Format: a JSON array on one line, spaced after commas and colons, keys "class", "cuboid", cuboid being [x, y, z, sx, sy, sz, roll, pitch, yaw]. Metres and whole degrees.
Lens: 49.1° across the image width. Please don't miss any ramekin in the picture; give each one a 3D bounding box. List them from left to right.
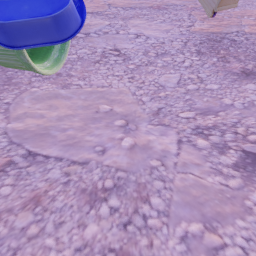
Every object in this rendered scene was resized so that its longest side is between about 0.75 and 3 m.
[{"class": "ramekin", "cuboid": [-2.887, -2.996, 7.876, 1.436, 2.939, 2.939, 5, 35, 14]}]

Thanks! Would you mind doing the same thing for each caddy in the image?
[{"class": "caddy", "cuboid": [-1.716, -2.150, 5.060, 1.885, 0.990, 1.333, -8, 73, -3]}]

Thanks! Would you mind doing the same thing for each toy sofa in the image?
[{"class": "toy sofa", "cuboid": [2.280, -3.928, 7.630, 0.733, 0.864, 1.770, -19, 69, -18]}]
